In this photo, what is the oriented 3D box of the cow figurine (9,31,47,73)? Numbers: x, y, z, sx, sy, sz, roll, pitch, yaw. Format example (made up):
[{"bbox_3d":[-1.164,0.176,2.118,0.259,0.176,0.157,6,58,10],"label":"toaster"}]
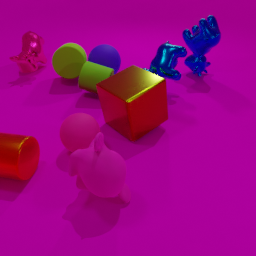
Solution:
[{"bbox_3d":[-3.378,-2.633,9.586,0.879,1.601,1.576,-7,-5,7],"label":"cow figurine"}]

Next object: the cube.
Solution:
[{"bbox_3d":[0.129,-0.620,6.749,1.184,1.184,1.184,-33,44,-25],"label":"cube"}]

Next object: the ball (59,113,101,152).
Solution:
[{"bbox_3d":[-1.034,0.112,6.070,0.878,0.878,0.878,0,35,0],"label":"ball"}]

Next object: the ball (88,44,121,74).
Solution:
[{"bbox_3d":[-0.747,-2.124,8.922,1.052,1.052,1.052,0,35,0],"label":"ball"}]

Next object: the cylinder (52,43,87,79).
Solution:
[{"bbox_3d":[-1.840,-2.151,8.938,1.002,1.002,1.002,-3,22,-4],"label":"cylinder"}]

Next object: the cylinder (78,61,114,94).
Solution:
[{"bbox_3d":[-0.913,-1.422,8.122,0.821,0.821,0.821,18,37,2],"label":"cylinder"}]

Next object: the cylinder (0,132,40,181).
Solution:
[{"bbox_3d":[-2.342,0.542,5.531,0.876,0.876,0.876,7,36,9],"label":"cylinder"}]

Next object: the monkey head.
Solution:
[{"bbox_3d":[-0.438,0.635,4.963,0.939,1.558,1.121,-6,36,25],"label":"monkey head"}]

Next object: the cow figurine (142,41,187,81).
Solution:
[{"bbox_3d":[0.857,-1.837,8.334,1.530,1.555,0.853,16,8,16],"label":"cow figurine"}]

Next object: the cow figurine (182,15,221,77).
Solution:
[{"bbox_3d":[2.428,-2.572,9.078,0.907,1.626,1.652,-31,8,-28],"label":"cow figurine"}]
